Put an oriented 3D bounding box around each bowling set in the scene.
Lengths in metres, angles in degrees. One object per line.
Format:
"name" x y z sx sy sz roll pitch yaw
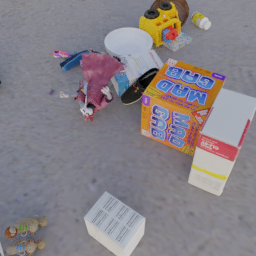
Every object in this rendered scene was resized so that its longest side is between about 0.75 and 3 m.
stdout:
"bowling set" -2.882 3.188 7.929 0.924 1.198 1.721 -4 55 -5

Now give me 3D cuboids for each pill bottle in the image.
"pill bottle" 4.061 -5.931 15.544 0.619 0.619 1.112 -26 57 -19

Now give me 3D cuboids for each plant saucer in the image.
"plant saucer" 2.249 -6.203 15.350 2.224 0.407 2.224 -1 86 15

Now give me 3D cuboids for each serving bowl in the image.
"serving bowl" 0.031 -4.000 13.890 2.364 0.777 2.364 0 51 0

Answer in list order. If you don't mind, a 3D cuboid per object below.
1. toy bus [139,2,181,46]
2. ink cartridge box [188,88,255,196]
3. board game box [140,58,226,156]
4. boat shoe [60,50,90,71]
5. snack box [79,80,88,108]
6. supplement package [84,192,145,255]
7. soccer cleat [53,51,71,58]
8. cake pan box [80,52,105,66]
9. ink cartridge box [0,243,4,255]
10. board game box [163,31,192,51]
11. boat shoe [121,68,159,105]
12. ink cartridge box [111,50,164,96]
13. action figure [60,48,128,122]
"toy bus" 1.960 -5.155 14.243 2.152 1.460 2.065 -33 56 -16
"ink cartridge box" 2.944 0.532 8.952 1.187 2.846 2.066 21 54 20
"board game box" 1.964 -0.797 10.384 2.229 2.227 2.228 23 55 18
"boat shoe" -2.575 -3.376 13.480 1.603 0.675 0.550 -33 56 -26
"snack box" -1.538 -1.509 12.108 1.106 0.444 1.312 -4 52 -2
"supplement package" -0.356 2.834 8.058 1.394 1.333 1.026 29 57 21
"soccer cleat" -3.274 -3.688 13.928 0.900 0.329 0.307 3 51 2
"cake pan box" -1.415 -2.987 13.361 1.379 0.361 1.270 -24 57 -18
"ink cartridge box" -4.234 4.004 7.257 1.935 1.117 2.660 -24 55 -18
"board game box" 2.573 -4.574 14.701 1.342 0.230 0.902 -33 59 -23
"boat shoe" 0.502 -1.728 11.471 2.077 0.651 0.760 -33 61 16
"ink cartridge box" 0.380 -2.500 12.569 2.261 0.957 1.634 -15 54 -10
"action figure" -1.325 -1.609 11.228 1.908 2.121 2.848 14 94 15
